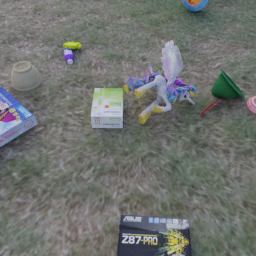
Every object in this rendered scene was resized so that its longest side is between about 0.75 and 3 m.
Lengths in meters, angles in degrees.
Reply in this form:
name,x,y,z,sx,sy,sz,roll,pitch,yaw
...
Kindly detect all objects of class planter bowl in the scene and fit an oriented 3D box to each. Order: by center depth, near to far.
name,x,y,z,sx,sy,sz,roll,pitch,yaw
planter bowl,-4.909,-2.548,13.284,1.412,0.950,1.412,0,48,1

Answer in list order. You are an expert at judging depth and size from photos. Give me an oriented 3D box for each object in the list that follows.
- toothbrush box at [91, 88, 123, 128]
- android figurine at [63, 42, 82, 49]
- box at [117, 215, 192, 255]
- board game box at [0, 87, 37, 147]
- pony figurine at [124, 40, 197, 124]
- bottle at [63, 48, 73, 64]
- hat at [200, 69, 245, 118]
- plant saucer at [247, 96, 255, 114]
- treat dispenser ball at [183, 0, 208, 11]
name,x,y,z,sx,sy,sz,roll,pitch,yaw
toothbrush box,-0.843,-0.862,11.872,1.275,0.754,1.751,1,49,0
android figurine,-3.074,-4.539,15.408,0.985,0.222,1.083,9,30,7
box,0.751,3.445,8.099,2.118,0.520,1.707,3,45,3
board game box,-5.622,-0.271,11.316,2.764,0.569,2.757,34,58,31
pony figurine,1.392,-1.889,12.123,2.947,2.454,2.845,-24,84,-25
bottle,-3.121,-3.776,14.795,0.463,0.362,1.109,-11,48,-13
hat,3.999,-1.490,12.775,2.072,1.824,1.716,13,42,-52
plant saucer,5.874,-1.025,12.330,1.181,0.299,1.181,0,48,1
treat dispenser ball,4.389,-8.498,18.256,1.658,1.658,1.658,0,48,0
